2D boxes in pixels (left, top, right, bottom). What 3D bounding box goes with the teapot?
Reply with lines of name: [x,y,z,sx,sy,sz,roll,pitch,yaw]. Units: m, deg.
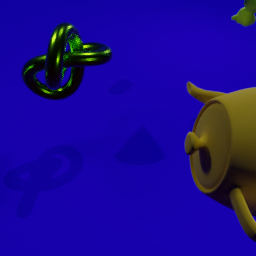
teapot: [0.967,0.145,2.585,0.914,1.160,1.866,7,42,-9]

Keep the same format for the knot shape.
knot shape: [-1.379,-1.253,5.875,0.911,1.846,1.972,55,27,1]

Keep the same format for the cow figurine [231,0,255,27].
cow figurine: [3.027,-3.086,6.883,0.592,1.078,1.061,-25,22,-25]
